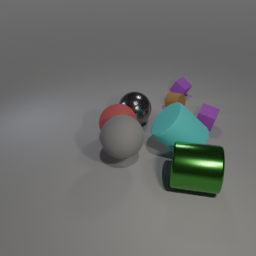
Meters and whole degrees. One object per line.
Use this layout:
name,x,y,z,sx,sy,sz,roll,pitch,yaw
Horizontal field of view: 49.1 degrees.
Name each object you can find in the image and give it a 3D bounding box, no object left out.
cylinder,2.134,-1.234,12.695,0.700,0.700,0.700,16,33,43
cube,3.208,-0.445,11.391,0.700,0.700,0.700,23,48,15
cube,2.670,-2.026,14.166,0.700,0.700,0.700,46,45,12
cylinder,1.741,0.098,9.462,1.400,1.400,1.400,39,23,-20
ball,0.273,-0.800,11.597,1.400,1.400,1.400,0,30,0
ball,-0.361,-0.188,10.271,1.400,1.400,1.400,0,30,0
cylinder,1.996,1.146,8.220,1.400,1.400,1.400,6,31,10
ball,-0.188,0.282,8.929,1.400,1.400,1.400,0,30,0
